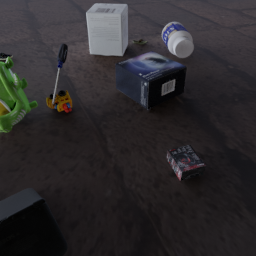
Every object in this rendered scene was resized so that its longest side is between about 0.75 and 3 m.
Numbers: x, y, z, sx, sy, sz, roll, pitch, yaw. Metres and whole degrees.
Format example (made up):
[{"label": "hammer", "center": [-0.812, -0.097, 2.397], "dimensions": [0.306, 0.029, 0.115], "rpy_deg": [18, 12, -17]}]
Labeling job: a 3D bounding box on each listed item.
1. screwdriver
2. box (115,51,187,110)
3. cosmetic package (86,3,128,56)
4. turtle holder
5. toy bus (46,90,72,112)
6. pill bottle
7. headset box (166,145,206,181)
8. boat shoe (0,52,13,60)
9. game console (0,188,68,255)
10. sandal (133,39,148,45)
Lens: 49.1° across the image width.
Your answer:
[{"label": "screwdriver", "center": [-2.090, -1.670, 8.414], "dimensions": [0.289, 0.301, 2.071], "rpy_deg": [3, 64, 5]}, {"label": "box", "center": [0.895, -2.049, 11.502], "dimensions": [2.094, 1.290, 2.077], "rpy_deg": [-26, 44, -29]}, {"label": "cosmetic package", "center": [-1.000, -5.152, 14.670], "dimensions": [1.793, 2.176, 1.795], "rpy_deg": [6, 39, 8]}, {"label": "turtle holder", "center": [-4.416, -0.994, 9.956], "dimensions": [1.851, 1.981, 2.607], "rpy_deg": [-28, 85, -9]}, {"label": "toy bus", "center": [-2.556, -0.911, 10.703], "dimensions": [0.887, 0.602, 0.851], "rpy_deg": [-23, 60, -23]}, {"label": "pill bottle", "center": [2.632, -4.565, 14.637], "dimensions": [1.304, 1.304, 2.179], "rpy_deg": [-5, 38, -6]}, {"label": "headset box", "center": [1.724, 1.047, 8.288], "dimensions": [0.799, 0.403, 1.074], "rpy_deg": [-12, 40, -15]}, {"label": "boat shoe", "center": [-6.434, -3.707, 14.371], "dimensions": [0.985, 0.307, 0.367], "rpy_deg": [-1, 37, -4]}, {"label": "game console", "center": [-2.890, 2.605, 6.479], "dimensions": [2.305, 1.342, 2.027], "rpy_deg": [-25, 75, -28]}, {"label": "sandal", "center": [0.694, -4.947, 15.977], "dimensions": [0.863, 0.246, 0.343], "rpy_deg": [8, 39, 10]}]
